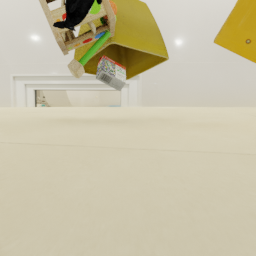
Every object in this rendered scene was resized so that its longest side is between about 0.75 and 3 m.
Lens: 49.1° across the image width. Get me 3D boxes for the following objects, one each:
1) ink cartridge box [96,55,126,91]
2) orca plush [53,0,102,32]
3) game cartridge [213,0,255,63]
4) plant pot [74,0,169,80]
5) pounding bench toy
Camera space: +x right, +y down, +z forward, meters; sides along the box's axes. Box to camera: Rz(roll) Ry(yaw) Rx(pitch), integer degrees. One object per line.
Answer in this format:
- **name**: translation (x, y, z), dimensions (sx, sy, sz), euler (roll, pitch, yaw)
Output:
- **ink cartridge box**: translation (-0.537, -1.942, 9.241), dimensions (0.881, 0.407, 1.617), euler (26, 34, -20)
- **orca plush**: translation (-1.190, -2.645, 5.859), dimensions (0.956, 0.646, 1.818), euler (41, -41, -19)
- **game cartridge**: translation (4.169, -3.277, 8.935), dimensions (1.975, 2.241, 0.363), euler (27, 47, 1)
- **plant pot**: translation (-0.373, -3.476, 10.574), dimensions (2.665, 2.351, 2.665), euler (4, -12, -39)
- **pounding bench toy**: translation (-1.133, -2.796, 7.803), dimensions (1.852, 2.374, 1.475), euler (-23, 3, -5)
